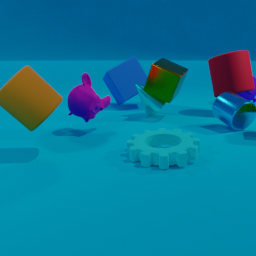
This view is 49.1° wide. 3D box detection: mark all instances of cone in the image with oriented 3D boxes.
[{"bbox_3d":[0.599,-1.082,8.955,1.026,1.022,1.022,39,3,-20],"label":"cone"}]

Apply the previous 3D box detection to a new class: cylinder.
[{"bbox_3d":[2.815,-0.459,7.457,0.811,0.811,0.811,-6,30,-22],"label":"cylinder"},{"bbox_3d":[-1.835,-0.542,5.215,0.882,0.882,0.882,-40,19,17],"label":"cylinder"},{"bbox_3d":[3.336,-1.727,9.082,1.253,1.253,1.253,-11,2,0],"label":"cylinder"}]

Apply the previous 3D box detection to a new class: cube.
[{"bbox_3d":[1.140,-1.447,8.450,0.913,0.913,0.913,28,33,14],"label":"cube"},{"bbox_3d":[-0.061,-1.730,10.456,1.232,1.232,1.232,-32,5,-11],"label":"cube"}]

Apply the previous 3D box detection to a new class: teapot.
[{"bbox_3d":[4.457,-1.338,10.555,0.960,1.219,1.961,48,17,19],"label":"teapot"}]

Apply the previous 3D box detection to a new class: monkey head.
[{"bbox_3d":[-0.998,-0.703,7.071,0.854,1.418,1.020,42,42,14],"label":"monkey head"}]

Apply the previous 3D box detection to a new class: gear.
[{"bbox_3d":[0.680,0.359,5.473,1.379,0.255,1.379,-4,20,1],"label":"gear"}]
